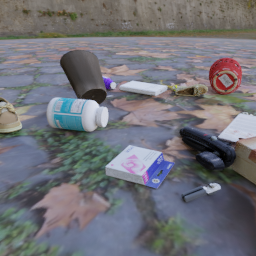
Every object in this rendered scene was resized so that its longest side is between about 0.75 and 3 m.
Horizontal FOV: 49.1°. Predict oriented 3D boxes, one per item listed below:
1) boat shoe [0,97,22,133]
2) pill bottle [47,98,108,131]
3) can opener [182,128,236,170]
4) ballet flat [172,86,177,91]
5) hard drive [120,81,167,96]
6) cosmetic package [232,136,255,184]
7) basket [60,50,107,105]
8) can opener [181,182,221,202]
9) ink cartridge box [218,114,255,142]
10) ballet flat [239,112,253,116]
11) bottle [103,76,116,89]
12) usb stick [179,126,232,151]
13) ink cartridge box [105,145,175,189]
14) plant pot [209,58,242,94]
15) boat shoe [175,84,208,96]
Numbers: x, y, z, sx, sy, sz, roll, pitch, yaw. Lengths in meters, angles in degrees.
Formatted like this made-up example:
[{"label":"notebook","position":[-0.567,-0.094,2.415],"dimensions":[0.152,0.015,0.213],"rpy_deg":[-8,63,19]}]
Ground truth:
[{"label":"boat shoe","position":[-4.696,-0.543,10.482],"dimensions":[0.965,0.865,2.607],"rpy_deg":[-16,27,-34]},{"label":"pill bottle","position":[-1.765,-0.469,9.994],"dimensions":[2.019,1.119,1.119],"rpy_deg":[6,23,15]},{"label":"can opener","position":[2.232,0.481,8.156],"dimensions":[0.929,0.749,2.364],"rpy_deg":[5,19,-19]},{"label":"ballet flat","position":[2.539,-2.135,15.057],"dimensions":[0.270,0.269,0.806],"rpy_deg":[16,22,-14]},{"label":"hard drive","position":[0.835,-2.154,15.115],"dimensions":[2.164,0.289,1.427],"rpy_deg":[14,26,29]},{"label":"cosmetic package","position":[3.663,0.989,6.770],"dimensions":[1.061,0.895,2.052],"rpy_deg":[-10,25,-22]},{"label":"basket","position":[-1.802,-2.107,12.268],"dimensions":[1.942,1.465,2.154],"rpy_deg":[7,49,-44]},{"label":"can opener","position":[1.692,1.497,6.413],"dimensions":[0.941,0.313,0.248],"rpy_deg":[-14,23,-12]},{"label":"ink cartridge box","position":[4.164,0.282,9.052],"dimensions":[1.857,0.578,2.308],"rpy_deg":[16,32,33]},{"label":"ballet flat","position":[4.696,-0.422,10.943],"dimensions":[0.317,0.317,0.882],"rpy_deg":[-11,25,-25]},{"label":"bottle","position":[-1.186,-2.477,15.472],"dimensions":[0.475,0.608,1.456],"rpy_deg":[-15,26,-32]},{"label":"usb stick","position":[2.461,0.349,9.052],"dimensions":[0.511,0.300,1.841],"rpy_deg":[-27,32,-28]},{"label":"ink cartridge box","position":[0.364,0.984,7.566],"dimensions":[1.463,0.317,1.437],"rpy_deg":[9,24,24]},{"label":"plant pot","position":[5.039,-2.643,14.591],"dimensions":[1.693,1.693,1.542],"rpy_deg":[8,32,17]},{"label":"boat shoe","position":[3.182,-1.830,14.074],"dimensions":[1.589,0.582,0.498],"rpy_deg":[-4,25,18]}]
